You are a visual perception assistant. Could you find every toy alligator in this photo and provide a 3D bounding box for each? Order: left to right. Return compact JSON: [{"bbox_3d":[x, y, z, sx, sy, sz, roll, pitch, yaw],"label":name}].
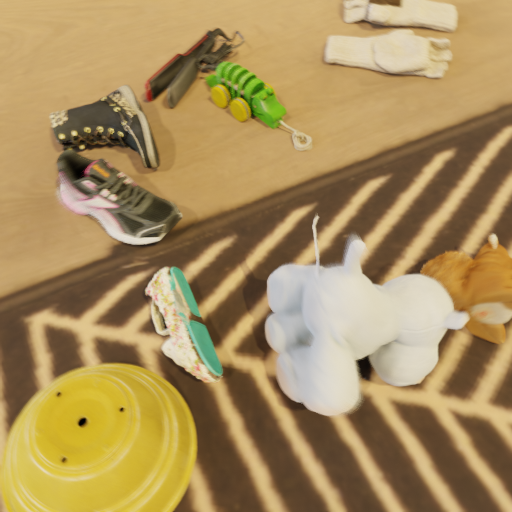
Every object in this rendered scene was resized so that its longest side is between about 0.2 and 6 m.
[{"bbox_3d":[0.018,-3.409,12.049,0.967,0.885,3.261,-37,61,-24],"label":"toy alligator"}]

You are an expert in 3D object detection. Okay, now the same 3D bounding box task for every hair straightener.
[{"bbox_3d":[-1.191,-4.462,13.176,1.267,0.674,3.292,23,51,17],"label":"hair straightener"}]

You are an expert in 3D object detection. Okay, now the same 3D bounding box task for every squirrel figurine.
[{"bbox_3d":[3.536,0.316,8.965,1.680,1.189,1.568,17,46,10],"label":"squirrel figurine"}]

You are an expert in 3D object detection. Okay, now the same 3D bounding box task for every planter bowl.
[{"bbox_3d":[-2.163,2.359,7.341,2.653,1.105,2.653,0,51,0],"label":"planter bowl"}]

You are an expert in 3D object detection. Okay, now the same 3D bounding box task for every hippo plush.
[{"bbox_3d":[1.528,0.796,8.042,2.225,2.767,2.204,0,19,-24],"label":"hippo plush"}]

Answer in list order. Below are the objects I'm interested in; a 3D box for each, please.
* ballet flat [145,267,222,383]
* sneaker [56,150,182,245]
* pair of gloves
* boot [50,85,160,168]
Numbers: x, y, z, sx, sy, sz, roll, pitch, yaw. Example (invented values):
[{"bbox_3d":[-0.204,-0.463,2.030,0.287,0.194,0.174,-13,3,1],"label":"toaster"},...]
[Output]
[{"bbox_3d":[-1.166,1.139,8.654,0.716,0.848,2.241,-36,50,10],"label":"ballet flat"},{"bbox_3d":[-2.578,-1.093,9.887,2.609,1.126,1.048,19,57,18],"label":"sneaker"},{"bbox_3d":[3.468,-5.706,14.070,2.997,0.618,3.525,14,54,11],"label":"pair of gloves"},{"bbox_3d":[-3.055,-2.389,11.329,1.818,0.869,2.407,-21,55,-10],"label":"boot"}]
